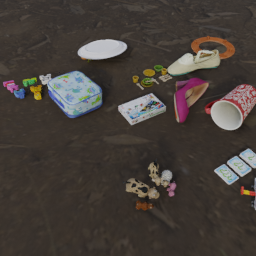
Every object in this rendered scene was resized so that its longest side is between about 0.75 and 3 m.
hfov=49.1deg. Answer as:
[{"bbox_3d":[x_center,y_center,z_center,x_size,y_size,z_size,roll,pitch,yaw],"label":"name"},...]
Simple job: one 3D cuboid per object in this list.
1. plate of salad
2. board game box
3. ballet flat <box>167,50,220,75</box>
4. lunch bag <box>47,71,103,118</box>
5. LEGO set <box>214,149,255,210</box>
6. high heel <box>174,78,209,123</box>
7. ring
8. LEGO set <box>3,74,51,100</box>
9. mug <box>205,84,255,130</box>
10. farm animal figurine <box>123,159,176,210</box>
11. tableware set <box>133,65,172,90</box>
[{"bbox_3d":[-1.199,-3.648,13.315,2.336,0.561,2.336,-5,36,3],"label":"plate of salad"},{"bbox_3d":[0.534,-0.735,10.565,1.529,0.265,0.965,-22,49,-21],"label":"board game box"},{"bbox_3d":[2.948,-3.006,12.466,2.535,0.880,0.880,-14,46,-14],"label":"ballet flat"},{"bbox_3d":[-2.070,-1.327,10.767,1.604,0.823,1.996,-29,52,-28],"label":"lunch bag"},{"bbox_3d":[3.797,1.502,8.188,1.503,0.494,2.012,-25,50,-19],"label":"LEGO set"},{"bbox_3d":[2.407,-1.120,10.443,1.293,0.907,2.689,-2,40,14],"label":"high heel"},{"bbox_3d":[4.254,-4.076,13.993,2.137,0.205,2.137,-1,45,0],"label":"ring"},{"bbox_3d":[-3.822,-1.500,11.082,1.841,0.702,0.756,-17,50,-25],"label":"LEGO set"},{"bbox_3d":[3.781,-0.926,10.188,1.516,1.139,1.708,33,50,27],"label":"mug"},{"bbox_3d":[0.698,1.565,7.642,1.374,0.691,1.109,-30,84,-20],"label":"farm animal figurine"},{"bbox_3d":[0.991,-2.281,12.138,1.691,0.260,1.139,-24,49,-21],"label":"tableware set"}]
